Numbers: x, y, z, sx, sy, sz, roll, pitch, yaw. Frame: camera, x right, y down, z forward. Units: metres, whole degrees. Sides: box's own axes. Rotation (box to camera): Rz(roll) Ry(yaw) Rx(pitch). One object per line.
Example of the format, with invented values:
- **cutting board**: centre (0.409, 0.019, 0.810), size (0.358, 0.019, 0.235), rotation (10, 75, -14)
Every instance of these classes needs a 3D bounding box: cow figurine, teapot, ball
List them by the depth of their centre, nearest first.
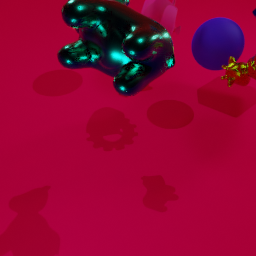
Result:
- **cow figurine**: centre (-0.085, -1.057, 3.110), size (1.537, 0.843, 1.512), rotation (30, 38, 18)
- **cow figurine**: centre (1.870, -0.898, 4.124), size (0.919, 0.934, 0.513), rotation (4, 82, 15)
- **teapot**: centre (0.649, -2.067, 5.833), size (0.874, 1.784, 1.109), rotation (15, 8, 1)
- **ball**: centre (2.037, -1.901, 6.391), size (1.163, 1.163, 1.163), rotation (0, 45, 0)

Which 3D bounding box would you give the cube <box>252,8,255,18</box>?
- **cube**: centre (3.986, -2.831, 6.660), size (1.147, 1.147, 1.147), rotation (-32, 87, -26)
